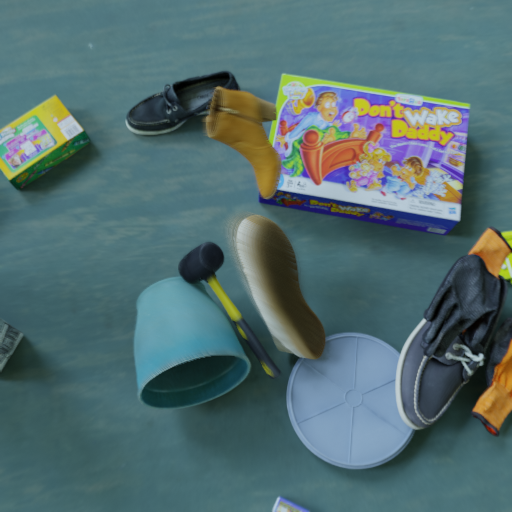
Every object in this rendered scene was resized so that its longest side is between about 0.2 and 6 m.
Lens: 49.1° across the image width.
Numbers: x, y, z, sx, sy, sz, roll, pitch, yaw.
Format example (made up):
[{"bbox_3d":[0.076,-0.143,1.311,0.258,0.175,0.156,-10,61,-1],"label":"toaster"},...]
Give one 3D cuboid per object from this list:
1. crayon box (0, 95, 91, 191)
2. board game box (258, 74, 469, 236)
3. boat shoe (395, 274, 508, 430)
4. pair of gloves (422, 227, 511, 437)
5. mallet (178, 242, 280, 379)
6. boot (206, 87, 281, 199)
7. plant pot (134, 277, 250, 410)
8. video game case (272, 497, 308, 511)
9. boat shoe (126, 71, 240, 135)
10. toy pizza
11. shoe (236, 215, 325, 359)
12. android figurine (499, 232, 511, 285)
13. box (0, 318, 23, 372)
[{"bbox_3d":[-4.404,-2.277,11.252,1.778,0.518,1.056,-37,76,-11],"label":"crayon box"},{"bbox_3d":[2.096,-2.003,11.002,3.733,0.836,2.510,10,73,3],"label":"board game box"},{"bbox_3d":[3.378,1.511,9.550,1.134,0.979,3.122,40,66,-15],"label":"boat shoe"},{"bbox_3d":[4.031,1.280,9.475,2.939,0.363,2.618,48,69,-19],"label":"pair of gloves"},{"bbox_3d":[-0.451,0.983,9.449,0.526,0.841,2.555,-35,100,-39],"label":"mallet"},{"bbox_3d":[-0.230,-1.775,8.954,1.207,0.593,1.686,0,88,-36],"label":"boot"},{"bbox_3d":[-1.242,1.393,9.532,1.863,1.863,1.750,-18,56,-6],"label":"plant pot"},{"bbox_3d":[0.723,4.834,9.163,1.337,0.304,1.212,24,74,7],"label":"video game case"},{"bbox_3d":[-1.504,-3.175,11.375,2.461,0.816,0.920,-13,73,-4],"label":"boat shoe"},{"bbox_3d":[1.690,2.509,9.832,2.302,0.365,2.302,-1,70,3],"label":"toy pizza"},{"bbox_3d":[0.274,0.618,9.174,0.789,2.958,1.034,0,40,36],"label":"shoe"},{"bbox_3d":[4.903,0.064,10.682,1.197,0.246,1.090,-7,73,-4],"label":"android figurine"},{"bbox_3d":[-5.845,0.493,8.539,3.214,4.075,1.014,23,68,6],"label":"box"}]
